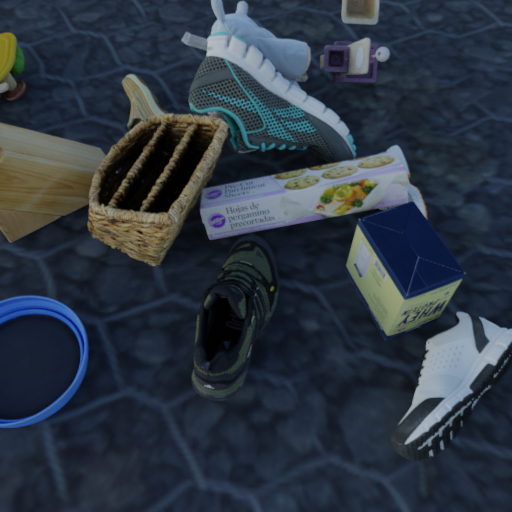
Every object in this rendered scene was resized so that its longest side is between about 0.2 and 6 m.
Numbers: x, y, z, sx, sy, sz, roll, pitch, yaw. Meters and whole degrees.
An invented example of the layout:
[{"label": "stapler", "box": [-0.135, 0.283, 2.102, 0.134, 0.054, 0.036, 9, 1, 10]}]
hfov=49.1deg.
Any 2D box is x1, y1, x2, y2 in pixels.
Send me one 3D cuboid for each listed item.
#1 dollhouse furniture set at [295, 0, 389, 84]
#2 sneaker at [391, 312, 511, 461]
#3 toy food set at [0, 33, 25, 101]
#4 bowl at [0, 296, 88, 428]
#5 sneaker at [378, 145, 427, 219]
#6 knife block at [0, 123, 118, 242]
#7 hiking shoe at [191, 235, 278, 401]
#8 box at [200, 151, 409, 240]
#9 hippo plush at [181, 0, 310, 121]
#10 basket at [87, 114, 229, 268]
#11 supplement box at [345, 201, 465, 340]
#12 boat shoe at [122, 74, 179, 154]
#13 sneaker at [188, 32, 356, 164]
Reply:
[{"label": "dollhouse furniture set", "box": [1.598, -4.436, 10.036, 1.996, 2.519, 1.788, -1, 15, -10]}, {"label": "sneaker", "box": [2.536, 1.715, 7.570, 2.440, 0.900, 0.976, -38, 49, -26]}, {"label": "toy food set", "box": [-5.040, -3.505, 11.067, 1.185, 0.658, 2.014, -22, 54, 14]}, {"label": "bowl", "box": [-3.312, 1.482, 7.884, 1.924, 0.378, 1.924, 0, 57, 0]}, {"label": "sneaker", "box": [2.257, -0.920, 9.356, 0.893, 0.735, 1.942, -18, 55, 9]}, {"label": "knife block", "box": [-3.723, -1.494, 8.543, 2.879, 2.527, 0.921, -30, 63, -18]}, {"label": "hiking shoe", "box": [-0.221, 0.652, 7.856, 0.983, 1.306, 2.595, 12, 58, 4]}, {"label": "box", "box": [0.740, -0.950, 8.873, 3.230, 0.625, 0.669, -10, 37, 7]}, {"label": "hippo plush", "box": [-0.372, -3.647, 10.572, 2.484, 1.978, 1.997, 24, 22, -25]}, {"label": "basket", "box": [-1.630, -1.270, 8.717, 1.583, 1.652, 2.218, 28, 60, -4]}, {"label": "supplement box", "box": [2.070, 0.229, 8.104, 0.912, 1.358, 1.359, -18, 59, -12]}, {"label": "boat shoe", "box": [-2.092, -2.618, 10.426, 0.754, 0.709, 1.980, -36, 62, -6]}, {"label": "sneaker", "box": [0.229, -2.242, 9.499, 3.205, 1.243, 1.462, 32, 91, -18]}]
